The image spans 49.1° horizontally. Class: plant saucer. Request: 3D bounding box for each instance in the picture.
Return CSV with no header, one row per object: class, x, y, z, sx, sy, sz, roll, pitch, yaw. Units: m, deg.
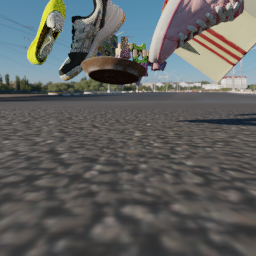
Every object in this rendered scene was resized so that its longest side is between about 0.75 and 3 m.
plant saucer,-0.418,-1.614,8.263,1.921,0.308,1.921,3,-8,0

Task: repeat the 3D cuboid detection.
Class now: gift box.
gift box,2.296,-3.191,7.463,2.922,2.729,2.696,-50,-5,-32

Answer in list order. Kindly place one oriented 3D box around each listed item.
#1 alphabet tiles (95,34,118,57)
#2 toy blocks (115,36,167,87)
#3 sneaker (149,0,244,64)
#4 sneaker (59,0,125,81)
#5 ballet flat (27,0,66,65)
alphabet tiles,-1.065,-3.627,12.097,2.455,2.043,0.078,24,-37,-38
toy blocks,0.415,-2.300,10.343,1.747,1.574,1.869,-3,-1,-12
sneaker,1.392,-2.104,5.226,1.245,2.382,0.896,30,1,8
sneaker,-1.458,-2.903,9.002,1.287,2.936,1.110,37,9,-26
ballet flat,-2.322,-2.822,8.353,0.706,2.114,0.709,21,9,-44
